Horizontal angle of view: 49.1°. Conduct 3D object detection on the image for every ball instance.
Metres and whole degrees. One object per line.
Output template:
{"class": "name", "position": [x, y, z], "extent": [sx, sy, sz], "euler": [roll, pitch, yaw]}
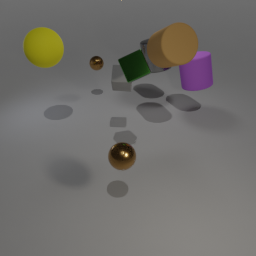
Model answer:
{"class": "ball", "position": [-1.531, -3.155, 13.641], "extent": [0.700, 0.700, 0.700], "euler": [0, 31, 0]}
{"class": "ball", "position": [-0.144, 0.697, 6.920], "extent": [0.700, 0.700, 0.700], "euler": [0, 31, 0]}
{"class": "ball", "position": [-3.020, -2.871, 10.043], "extent": [1.400, 1.400, 1.400], "euler": [0, 31, 0]}

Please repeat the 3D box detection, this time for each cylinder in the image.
{"class": "cylinder", "position": [3.012, -2.537, 12.450], "extent": [1.400, 1.400, 1.400], "euler": [-11, 25, 5]}
{"class": "cylinder", "position": [1.557, -2.912, 10.031], "extent": [1.400, 1.400, 1.400], "euler": [-10, 10, -16]}
{"class": "cylinder", "position": [1.358, -3.513, 13.402], "extent": [1.400, 1.400, 1.400], "euler": [-10, 26, 5]}

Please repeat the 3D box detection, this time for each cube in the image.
{"class": "cube", "position": [-0.210, -1.802, 10.150], "extent": [0.700, 0.700, 0.700], "euler": [3, 70, 3]}
{"class": "cube", "position": [0.204, -1.752, 7.993], "extent": [0.700, 0.700, 0.700], "euler": [-23, 6, 9]}
